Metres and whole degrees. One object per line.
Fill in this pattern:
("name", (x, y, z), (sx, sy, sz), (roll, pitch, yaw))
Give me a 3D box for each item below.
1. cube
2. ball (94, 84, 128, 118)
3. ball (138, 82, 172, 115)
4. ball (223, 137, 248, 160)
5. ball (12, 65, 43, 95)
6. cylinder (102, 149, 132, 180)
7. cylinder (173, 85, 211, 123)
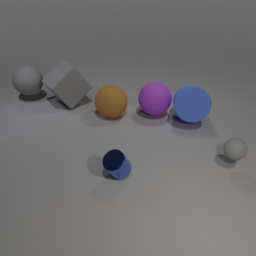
("cube", (-2.775, -1.979, 12.721), (1.400, 1.400, 1.400), (-47, 41, -7))
("ball", (-0.711, -1.128, 11.797), (1.400, 1.400, 1.400), (0, 30, 0))
("ball", (1.133, -1.243, 11.790), (1.400, 1.400, 1.400), (0, 30, 0))
("ball", (3.296, 0.638, 8.598), (0.700, 0.700, 0.700), (0, 30, 0))
("ball", (-4.731, -2.254, 13.250), (1.400, 1.400, 1.400), (0, 30, 0))
("cylinder", (-0.319, 1.087, 8.330), (0.700, 0.700, 0.700), (-10, 57, 15))
("cylinder", (2.527, -1.003, 11.214), (1.400, 1.400, 1.400), (4, 11, 8))
